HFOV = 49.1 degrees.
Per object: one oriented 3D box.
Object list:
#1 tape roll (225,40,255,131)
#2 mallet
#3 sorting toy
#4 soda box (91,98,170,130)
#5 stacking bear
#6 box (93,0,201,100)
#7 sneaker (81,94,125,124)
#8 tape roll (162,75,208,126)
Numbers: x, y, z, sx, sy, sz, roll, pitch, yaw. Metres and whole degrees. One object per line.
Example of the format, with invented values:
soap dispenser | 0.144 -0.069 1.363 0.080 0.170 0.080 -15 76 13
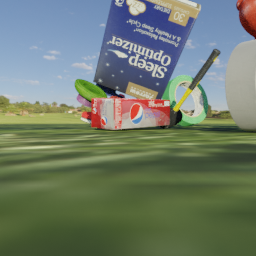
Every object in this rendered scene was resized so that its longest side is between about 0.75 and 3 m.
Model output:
tape roll | 1.714 -0.539 3.568 1.174 1.174 0.388 -1 1 -42
mallet | 1.307 -0.773 5.848 0.400 1.942 0.639 45 28 19
sorting toy | -0.597 -0.435 6.276 1.568 0.643 0.942 25 21 -23
soda box | 0.099 -0.278 5.069 0.562 0.509 1.605 6 7 41
stacking bear | 3.430 -1.667 6.019 1.695 2.980 1.810 -33 7 -20
box | 0.228 -1.526 6.008 1.639 2.707 0.439 20 41 0
sneaker | -0.322 -0.556 8.628 2.303 0.978 0.887 -3 4 8
tape roll | 1.964 -0.929 9.511 1.721 1.721 0.414 -1 -13 -30
